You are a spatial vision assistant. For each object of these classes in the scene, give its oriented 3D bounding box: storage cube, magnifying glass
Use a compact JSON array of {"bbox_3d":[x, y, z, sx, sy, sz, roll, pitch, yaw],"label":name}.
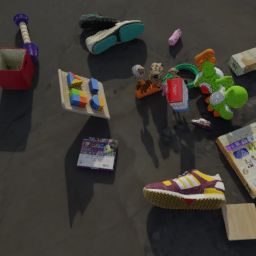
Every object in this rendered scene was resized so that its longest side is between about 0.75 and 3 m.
[{"bbox_3d":[-4.713,-2.436,11.624,1.395,1.254,1.193,2,61,0],"label":"storage cube"},{"bbox_3d":[1.715,-1.927,11.914,2.970,0.333,1.182,-21,63,-13],"label":"magnifying glass"}]

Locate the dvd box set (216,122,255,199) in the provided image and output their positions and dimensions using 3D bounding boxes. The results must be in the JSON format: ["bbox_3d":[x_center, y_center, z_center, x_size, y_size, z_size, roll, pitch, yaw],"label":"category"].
[{"bbox_3d":[4.616,1.104,10.172,1.791,0.360,2.448,-21,63,-11],"label":"dvd box set"}]

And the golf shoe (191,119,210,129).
[{"bbox_3d":[2.832,-0.205,10.959,0.779,0.283,0.359,12,57,-3],"label":"golf shoe"}]

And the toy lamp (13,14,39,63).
[{"bbox_3d":[-4.646,-4.116,12.837,0.795,0.795,2.733,-17,63,-9],"label":"toy lamp"}]

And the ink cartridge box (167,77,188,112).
[{"bbox_3d":[1.784,-1.215,10.046,0.496,1.474,0.856,-4,75,22],"label":"ink cartridge box"}]

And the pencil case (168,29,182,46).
[{"bbox_3d":[2.199,-4.243,13.128,0.379,0.379,0.868,28,66,15],"label":"pencil case"}]

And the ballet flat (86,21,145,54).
[{"bbox_3d":[-0.611,-4.365,12.872,2.910,0.982,0.907,-28,59,-15],"label":"ballet flat"}]

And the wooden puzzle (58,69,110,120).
[{"bbox_3d":[-1.593,-1.335,10.623,2.068,0.479,1.915,15,45,-36],"label":"wooden puzzle"}]

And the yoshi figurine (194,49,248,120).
[{"bbox_3d":[3.785,-1.761,11.111,1.576,1.570,2.804,-11,72,-22],"label":"yoshi figurine"}]

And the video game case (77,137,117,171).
[{"bbox_3d":[-1.113,0.940,10.331,1.311,0.235,1.188,5,61,3],"label":"video game case"}]

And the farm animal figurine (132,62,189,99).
[{"bbox_3d":[1.293,-2.083,11.230,2.017,1.052,1.995,2,35,-12],"label":"farm animal figurine"}]

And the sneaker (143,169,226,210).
[{"bbox_3d":[1.857,1.999,9.439,2.674,1.002,1.205,6,47,1],"label":"sneaker"}]

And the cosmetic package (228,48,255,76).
[{"bbox_3d":[5.330,-2.957,12.311,1.541,0.548,0.811,-22,63,-12],"label":"cosmetic package"}]

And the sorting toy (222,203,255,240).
[{"bbox_3d":[3.640,3.056,9.080,1.073,0.376,1.080,-3,61,-1],"label":"sorting toy"}]

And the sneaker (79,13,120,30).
[{"bbox_3d":[-1.360,-5.183,13.429,1.973,0.744,0.782,3,58,1],"label":"sneaker"}]
